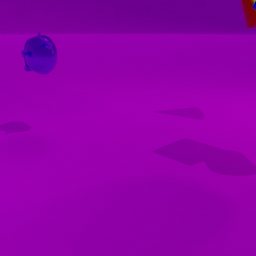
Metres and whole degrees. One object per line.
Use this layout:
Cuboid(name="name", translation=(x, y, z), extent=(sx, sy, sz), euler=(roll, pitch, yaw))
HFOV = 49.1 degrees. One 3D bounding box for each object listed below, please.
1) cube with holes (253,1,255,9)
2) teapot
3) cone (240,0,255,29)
Cuboid(name="cube with holes", translation=(3.085, -2.479, 4.972), extent=(0.968, 0.968, 0.968), euler=(-20, 49, -35))
Cuboid(name="teapot", translation=(-2.248, -1.865, 7.012), extent=(0.770, 0.978, 1.573), euler=(-7, -19, -39))
Cuboid(name="cone", translation=(3.380, -3.743, 7.675), extent=(1.371, 1.366, 1.366), euler=(40, 17, -11))
